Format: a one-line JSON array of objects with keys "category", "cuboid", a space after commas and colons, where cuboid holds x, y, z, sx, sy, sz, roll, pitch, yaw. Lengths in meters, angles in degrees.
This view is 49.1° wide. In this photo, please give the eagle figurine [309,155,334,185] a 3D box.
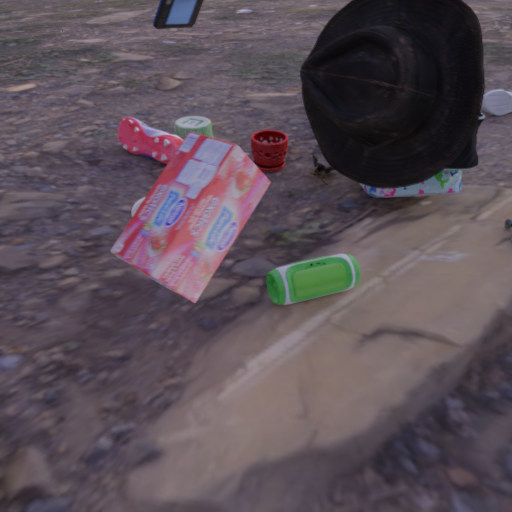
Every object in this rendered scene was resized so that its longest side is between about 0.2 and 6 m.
[{"category": "eagle figurine", "cuboid": [1.385, -1.882, 12.020, 0.526, 0.529, 0.697, -6, 33, 29]}]

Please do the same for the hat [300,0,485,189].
[{"category": "hat", "cuboid": [1.450, -2.347, 7.700, 1.241, 3.076, 3.076, -8, 31, -42]}]

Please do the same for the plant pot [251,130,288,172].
[{"category": "plant pot", "cuboid": [0.291, -2.287, 12.341, 0.813, 0.741, 0.813, 0, 33, 0]}]

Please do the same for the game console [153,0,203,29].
[{"category": "game console", "cuboid": [-0.819, -3.430, 7.725, 0.586, 0.846, 0.991, 37, 34, 11]}]

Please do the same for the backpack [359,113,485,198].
[{"category": "backpack", "cuboid": [2.955, -2.319, 11.185, 2.368, 2.008, 2.668, -4, 30, -7]}]

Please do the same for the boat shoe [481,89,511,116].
[{"category": "boat shoe", "cuboid": [6.766, -4.278, 15.567, 1.875, 0.676, 0.665, -8, 25, -31]}]

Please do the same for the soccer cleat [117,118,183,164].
[{"category": "soccer cleat", "cuboid": [-2.371, -2.645, 13.026, 2.335, 0.779, 0.893, 28, 19, 39]}]

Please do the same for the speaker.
[{"category": "speaker", "cuboid": [0.865, 0.348, 8.490, 1.347, 0.596, 0.596, -12, 35, -17]}]

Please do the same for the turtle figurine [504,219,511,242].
[{"category": "turtle figurine", "cuboid": [4.795, -0.464, 9.922, 0.613, 0.412, 0.819, -3, 28, -5]}]

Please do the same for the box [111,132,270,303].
[{"category": "box", "cuboid": [-0.738, -0.464, 6.534, 0.890, 0.821, 1.734, 24, 79, 41]}]

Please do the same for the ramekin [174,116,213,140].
[{"category": "ramekin", "cuboid": [-1.541, -3.053, 13.728, 1.000, 0.488, 1.000, 0, 33, 0]}]

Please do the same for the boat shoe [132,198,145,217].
[{"category": "boat shoe", "cuboid": [-1.226, -0.920, 10.328, 2.148, 0.773, 0.736, -13, 22, -16]}]
